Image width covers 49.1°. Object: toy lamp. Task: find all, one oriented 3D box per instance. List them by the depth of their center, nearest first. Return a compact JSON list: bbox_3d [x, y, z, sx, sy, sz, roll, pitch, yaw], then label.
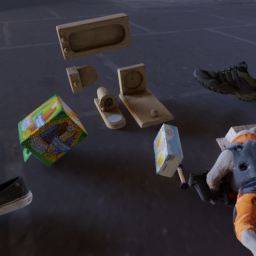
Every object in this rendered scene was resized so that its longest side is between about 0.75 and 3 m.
[{"bbox_3d":[1.195,1.043,6.350,0.222,0.222,0.763,-2,35,-3],"label":"toy lamp"}]

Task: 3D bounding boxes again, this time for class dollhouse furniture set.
[{"bbox_3d":[-0.362,-1.590,8.194,2.629,2.764,2.252,-16,35,-12],"label":"dollhouse furniture set"}]

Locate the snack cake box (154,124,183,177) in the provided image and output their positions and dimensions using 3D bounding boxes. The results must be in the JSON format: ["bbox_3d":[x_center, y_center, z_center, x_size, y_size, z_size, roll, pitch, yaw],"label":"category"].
[{"bbox_3d":[0.866,0.473,6.159,0.357,0.611,1.063,15,35,-10],"label":"snack cake box"}]

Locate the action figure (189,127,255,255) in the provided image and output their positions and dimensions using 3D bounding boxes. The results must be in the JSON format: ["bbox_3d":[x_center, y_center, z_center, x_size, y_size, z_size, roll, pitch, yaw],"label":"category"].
[{"bbox_3d":[2.777,1.083,5.030,2.956,1.546,2.860,-4,44,-5],"label":"action figure"}]

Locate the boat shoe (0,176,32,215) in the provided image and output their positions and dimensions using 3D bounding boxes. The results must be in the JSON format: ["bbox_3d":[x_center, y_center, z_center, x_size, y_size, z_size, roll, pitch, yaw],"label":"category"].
[{"bbox_3d":[-2.820,1.377,5.158,1.956,0.648,0.684,-15,14,-13],"label":"boat shoe"}]

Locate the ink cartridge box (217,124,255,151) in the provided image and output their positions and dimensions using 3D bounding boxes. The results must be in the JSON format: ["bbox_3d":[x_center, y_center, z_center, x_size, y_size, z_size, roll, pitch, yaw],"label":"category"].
[{"bbox_3d":[3.014,0.351,7.038,1.308,0.444,0.753,-7,51,-14],"label":"ink cartridge box"}]

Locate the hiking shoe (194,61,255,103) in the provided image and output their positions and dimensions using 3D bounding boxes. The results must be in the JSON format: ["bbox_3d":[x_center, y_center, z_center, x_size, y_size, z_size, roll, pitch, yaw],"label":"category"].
[{"bbox_3d":[3.452,-1.717,9.473,2.372,1.194,0.898,22,6,9],"label":"hiking shoe"}]

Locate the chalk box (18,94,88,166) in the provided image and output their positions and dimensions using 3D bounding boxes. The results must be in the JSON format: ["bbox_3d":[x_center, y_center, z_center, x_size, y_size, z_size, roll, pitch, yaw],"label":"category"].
[{"bbox_3d":[-1.980,0.148,6.811,1.593,0.987,0.994,-38,39,-1],"label":"chalk box"}]
